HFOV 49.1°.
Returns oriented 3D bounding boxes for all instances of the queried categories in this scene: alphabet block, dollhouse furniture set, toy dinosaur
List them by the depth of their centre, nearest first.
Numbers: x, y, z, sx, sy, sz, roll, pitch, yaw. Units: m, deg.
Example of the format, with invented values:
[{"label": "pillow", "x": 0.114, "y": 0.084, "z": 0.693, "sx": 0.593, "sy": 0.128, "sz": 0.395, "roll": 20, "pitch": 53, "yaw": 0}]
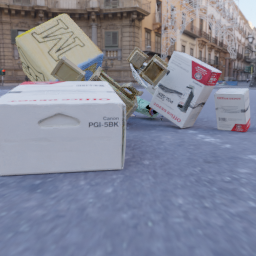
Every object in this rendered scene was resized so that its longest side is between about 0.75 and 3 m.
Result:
[{"label": "dollhouse furniture set", "x": -0.474, "y": -1.767, "z": 8.095, "sx": 2.452, "sy": 2.168, "sz": 1.363, "roll": 37, "pitch": 17, "yaw": -15}, {"label": "toy dinosaur", "x": 1.273, "y": -0.517, "z": 9.801, "sx": 0.967, "sy": 0.559, "sz": 1.066, "roll": 19, "pitch": 15, "yaw": 27}, {"label": "alphabet block", "x": -2.503, "y": -2.420, "z": 10.463, "sx": 2.183, "sy": 2.223, "sz": 2.172, "roll": -37, "pitch": -11, "yaw": -25}]

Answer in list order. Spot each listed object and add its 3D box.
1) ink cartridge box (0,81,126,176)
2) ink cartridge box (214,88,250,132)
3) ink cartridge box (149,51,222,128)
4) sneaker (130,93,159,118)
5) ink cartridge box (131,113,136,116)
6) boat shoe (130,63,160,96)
[{"label": "ink cartridge box", "x": -1.230, "y": -0.186, "z": 5.436, "sx": 2.021, "sy": 1.141, "sz": 2.754, "roll": -1, "pitch": 16, "yaw": -9}, {"label": "ink cartridge box", "x": 2.941, "y": -0.520, "z": 7.874, "sx": 0.822, "sy": 1.139, "sz": 0.477, "roll": 6, "pitch": 32, "yaw": 37}, {"label": "ink cartridge box", "x": 1.655, "y": -1.127, "z": 8.371, "sx": 1.375, "sy": 1.873, "sz": 0.776, "roll": 36, "pitch": 27, "yaw": 27}, {"label": "sneaker", "x": 0.398, "y": -0.920, "z": 10.300, "sx": 1.723, "sy": 0.634, "sz": 1.016, "roll": 21, "pitch": -5, "yaw": -3}, {"label": "ink cartridge box", "x": -0.835, "y": -0.392, "z": 9.212, "sx": 2.022, "sy": 0.375, "sz": 0.957, "roll": -4, "pitch": 22, "yaw": -19}, {"label": "boat shoe", "x": 1.067, "y": -1.563, "z": 10.001, "sx": 2.757, "sy": 0.976, "sz": 0.956, "roll": 38, "pitch": 3, "yaw": 27}]
